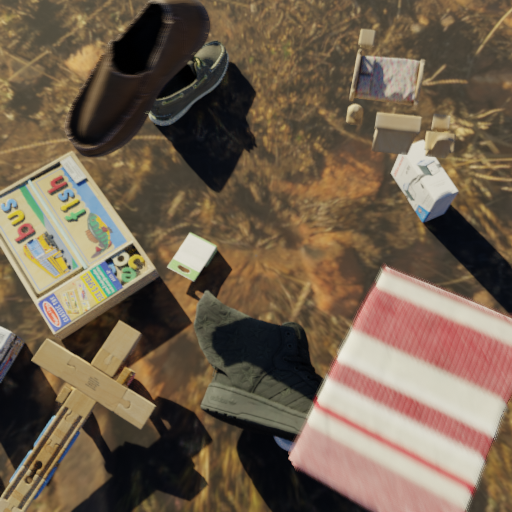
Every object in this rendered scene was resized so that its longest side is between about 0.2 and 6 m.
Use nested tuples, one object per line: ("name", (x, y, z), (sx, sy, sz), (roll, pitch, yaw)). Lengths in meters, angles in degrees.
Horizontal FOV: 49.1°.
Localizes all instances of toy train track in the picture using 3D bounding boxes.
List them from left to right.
("toy train track", (-3.254, 2.961, 9.733), (2.261, 0.641, 3.942), (31, 76, 5))

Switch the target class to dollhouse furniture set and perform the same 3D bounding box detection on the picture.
("dollhouse furniture set", (2.711, -3.101, 10.039), (1.963, 1.124, 2.302), (9, 82, 7))

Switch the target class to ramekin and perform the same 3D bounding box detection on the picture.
("ramekin", (0.657, 3.028, 9.783), (0.725, 0.353, 0.725), (0, 66, 0))

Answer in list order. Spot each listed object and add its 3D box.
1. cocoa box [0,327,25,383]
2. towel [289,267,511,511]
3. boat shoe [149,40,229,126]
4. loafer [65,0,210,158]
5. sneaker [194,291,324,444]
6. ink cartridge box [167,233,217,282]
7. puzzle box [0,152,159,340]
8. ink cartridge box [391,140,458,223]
("cocoa box", (-4.853, 1.799, 10.134), (0.694, 0.683, 1.041), (21, 68, 9))
("towel", (1.786, 1.610, 6.415), (1.885, 0.298, 2.617), (24, 74, 19))
("boat shoe", (-1.498, -4.034, 12.612), (0.914, 0.764, 2.557), (34, 71, 14))
("loafer", (-2.189, -2.967, 9.076), (1.189, 1.156, 3.256), (48, 111, 11))
("sneaker", (0.567, 2.021, 9.519), (3.987, 1.197, 2.080), (11, 63, 21))
("ink cartridge box", (-1.263, 0.047, 11.149), (0.643, 0.212, 0.883), (27, 69, 11))
("puzzle box", (-3.794, -0.308, 11.181), (2.253, 0.430, 3.386), (-35, 71, -13))
("ink cartridge box", (3.400, -1.506, 11.402), (0.573, 0.977, 1.334), (-24, 69, -10))
